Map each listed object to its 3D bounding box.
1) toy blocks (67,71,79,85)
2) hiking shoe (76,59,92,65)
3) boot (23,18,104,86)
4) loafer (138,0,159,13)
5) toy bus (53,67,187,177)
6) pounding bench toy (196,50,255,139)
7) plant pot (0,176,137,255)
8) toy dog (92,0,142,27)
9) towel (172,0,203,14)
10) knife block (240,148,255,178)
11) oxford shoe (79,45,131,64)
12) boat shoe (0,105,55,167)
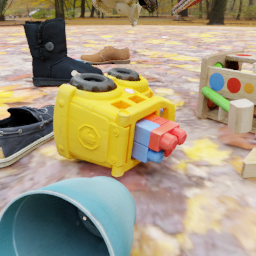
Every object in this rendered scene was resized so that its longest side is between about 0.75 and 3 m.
[{"bbox_3d":[-1.253,-0.928,8.523,1.156,1.237,1.042,21,-4,16],"label":"toy blocks"},{"bbox_3d":[-2.809,-2.568,12.148,2.561,0.953,1.110,6,15,-10],"label":"hiking shoe"},{"bbox_3d":[-2.398,-2.931,10.785,2.936,2.467,1.121,-3,20,-8],"label":"boot"},{"bbox_3d":[0.359,-3.181,6.701,0.546,0.478,1.521,45,2,15],"label":"loafer"},{"bbox_3d":[0.137,-0.132,5.573,2.333,1.649,2.430,20,28,29],"label":"toy bus"},{"bbox_3d":[2.681,-0.884,7.080,2.791,1.734,2.177,-18,30,-36],"label":"pounding bench toy"},{"bbox_3d":[-0.503,1.156,3.166,1.338,1.338,1.257,9,10,19],"label":"plant pot"},{"bbox_3d":[-0.618,-3.752,7.371,2.030,1.416,1.968,20,9,10],"label":"toy dog"},{"bbox_3d":[2.587,-3.831,7.078,2.724,0.310,1.962,-29,9,-9],"label":"towel"},{"bbox_3d":[2.696,0.707,5.204,0.890,0.324,1.013,17,28,36],"label":"knife block"},{"bbox_3d":[-1.254,-3.945,15.031,2.762,0.984,0.985,-5,26,-7],"label":"oxford shoe"},{"bbox_3d":[-2.286,-0.104,6.413,1.037,0.865,2.779,5,23,16],"label":"boat shoe"}]
